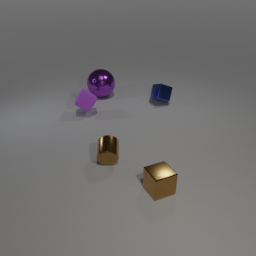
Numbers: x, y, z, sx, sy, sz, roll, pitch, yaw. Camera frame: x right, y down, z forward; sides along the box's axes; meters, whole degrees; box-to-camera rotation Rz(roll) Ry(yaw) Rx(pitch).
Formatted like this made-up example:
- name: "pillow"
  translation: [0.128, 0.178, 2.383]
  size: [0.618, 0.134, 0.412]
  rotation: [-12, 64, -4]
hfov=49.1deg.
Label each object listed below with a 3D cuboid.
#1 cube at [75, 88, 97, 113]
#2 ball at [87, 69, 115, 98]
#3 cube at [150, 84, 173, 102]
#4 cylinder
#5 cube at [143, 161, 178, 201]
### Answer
- name: "cube"
  translation: [-1.805, -1.183, 11.962]
  size: [0.700, 0.700, 0.700]
  rotation: [31, 8, -18]
- name: "ball"
  translation: [-1.331, -2.209, 13.862]
  size: [1.400, 1.400, 1.400]
  rotation: [0, 28, 0]
- name: "cube"
  translation: [1.561, -1.652, 13.175]
  size: [0.700, 0.700, 0.700]
  rotation: [13, -1, -28]
- name: "cylinder"
  translation: [-0.640, 0.707, 8.977]
  size: [0.700, 0.700, 0.700]
  rotation: [0, 49, -1]
- name: "cube"
  translation: [0.886, 1.465, 7.841]
  size: [0.700, 0.700, 0.700]
  rotation: [-13, 31, -22]
